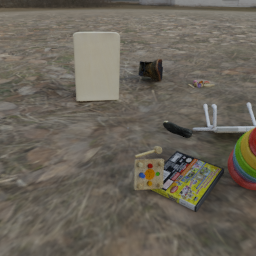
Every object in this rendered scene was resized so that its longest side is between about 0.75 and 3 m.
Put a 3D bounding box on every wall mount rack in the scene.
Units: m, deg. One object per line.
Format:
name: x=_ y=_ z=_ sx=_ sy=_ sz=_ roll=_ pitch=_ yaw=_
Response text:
wall mount rack: x=2.920 y=-0.319 z=7.762 sx=2.246 sy=0.837 sz=1.952 roll=0 pitch=2 yaw=9

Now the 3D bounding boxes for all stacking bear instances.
stacking bear: x=2.546 y=0.371 z=5.054 sx=1.082 sy=1.902 sz=1.155 roll=-25 pitch=63 yaw=-9

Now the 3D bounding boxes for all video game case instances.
video game case: x=1.184 y=1.031 z=5.775 sx=1.141 sy=0.161 sz=1.263 roll=20 pitch=40 yaw=34

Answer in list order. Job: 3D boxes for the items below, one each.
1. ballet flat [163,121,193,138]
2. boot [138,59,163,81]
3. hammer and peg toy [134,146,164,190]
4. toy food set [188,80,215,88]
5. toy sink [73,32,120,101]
ballet flat: x=1.324 y=0.030 z=7.497 sx=0.837 sy=0.278 sz=0.238 roll=25 pitch=44 yaw=7
boot: x=0.835 y=-2.290 z=11.180 sx=1.055 sy=0.813 sz=2.176 roll=5 pitch=1 yaw=9
hammer and peg toy: x=0.388 y=0.759 z=5.346 sx=0.611 sy=0.831 sz=0.293 roll=-1 pitch=5 yaw=-15
toy food set: x=2.974 y=-1.822 z=11.401 sx=0.971 sy=0.153 sz=0.617 roll=-9 pitch=29 yaw=-17
toy sink: x=-1.128 y=-2.249 z=9.815 sx=1.511 sy=2.318 sz=1.299 roll=-4 pitch=29 yaw=-10
